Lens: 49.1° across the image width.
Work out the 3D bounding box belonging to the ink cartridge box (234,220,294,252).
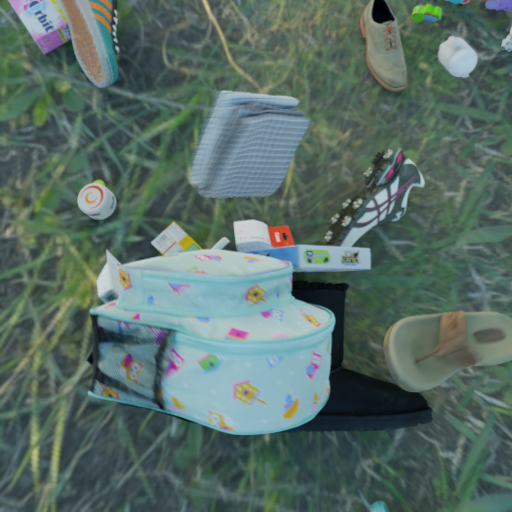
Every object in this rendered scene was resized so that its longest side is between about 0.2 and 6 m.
[{"bbox_3d":[0.121,-0.401,10.280,1.022,0.292,0.831,-11,31,0],"label":"ink cartridge box"}]

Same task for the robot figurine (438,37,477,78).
[{"bbox_3d":[3.218,-3.174,8.948,0.455,0.683,0.805,-28,43,16],"label":"robot figurine"}]

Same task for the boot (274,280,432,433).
[{"bbox_3d":[1.351,1.673,9.532,3.041,1.125,2.492,-3,77,5],"label":"boot"}]

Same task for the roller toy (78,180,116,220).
[{"bbox_3d":[-2.997,-1.011,10.567,0.676,0.472,0.617,-41,71,-2],"label":"roller toy"}]

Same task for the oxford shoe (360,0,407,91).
[{"bbox_3d":[2.579,-4.291,11.282,0.708,0.752,2.011,-16,76,-4],"label":"oxford shoe"}]

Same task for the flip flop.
[{"bbox_3d":[2.869,1.212,7.859,2.554,0.735,1.036,-4,66,-24],"label":"flip flop"}]

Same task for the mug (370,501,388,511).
[{"bbox_3d":[2.289,4.734,8.749,1.199,0.902,1.459,6,67,25],"label":"mug"}]

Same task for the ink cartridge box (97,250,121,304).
[{"bbox_3d":[-2.320,0.589,9.579,0.347,0.988,1.216,-36,36,1],"label":"ink cartridge box"}]

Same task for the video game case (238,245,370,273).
[{"bbox_3d":[0.756,0.076,9.346,1.541,1.700,0.386,3,85,-36],"label":"video game case"}]

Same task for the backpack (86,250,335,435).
[{"bbox_3d":[-0.444,1.135,7.929,3.108,2.732,2.383,16,102,29],"label":"backpack"}]

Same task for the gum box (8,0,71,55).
[{"bbox_3d":[-4.465,-5.049,11.610,0.847,0.494,1.493,-34,78,-7],"label":"gum box"}]

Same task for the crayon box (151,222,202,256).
[{"bbox_3d":[-1.413,-0.096,10.442,0.945,0.244,0.594,44,80,11],"label":"crayon box"}]

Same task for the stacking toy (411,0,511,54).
[{"bbox_3d":[4.666,-5.445,11.722,2.577,0.605,1.943,16,74,6],"label":"stacking toy"}]

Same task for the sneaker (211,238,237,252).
[{"bbox_3d":[-0.868,0.829,9.929,1.095,0.781,2.208,40,82,4],"label":"sneaker"}]

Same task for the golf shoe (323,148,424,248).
[{"bbox_3d":[2.181,-0.831,10.304,1.037,0.909,2.355,36,90,-16],"label":"golf shoe"}]

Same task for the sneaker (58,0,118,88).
[{"bbox_3d":[-3.174,-4.765,11.283,1.088,0.971,2.722,-21,93,-39],"label":"sneaker"}]

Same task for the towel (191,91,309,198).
[{"bbox_3d":[-0.083,-1.694,8.967,1.458,1.761,0.753,-5,50,-36],"label":"towel"}]
